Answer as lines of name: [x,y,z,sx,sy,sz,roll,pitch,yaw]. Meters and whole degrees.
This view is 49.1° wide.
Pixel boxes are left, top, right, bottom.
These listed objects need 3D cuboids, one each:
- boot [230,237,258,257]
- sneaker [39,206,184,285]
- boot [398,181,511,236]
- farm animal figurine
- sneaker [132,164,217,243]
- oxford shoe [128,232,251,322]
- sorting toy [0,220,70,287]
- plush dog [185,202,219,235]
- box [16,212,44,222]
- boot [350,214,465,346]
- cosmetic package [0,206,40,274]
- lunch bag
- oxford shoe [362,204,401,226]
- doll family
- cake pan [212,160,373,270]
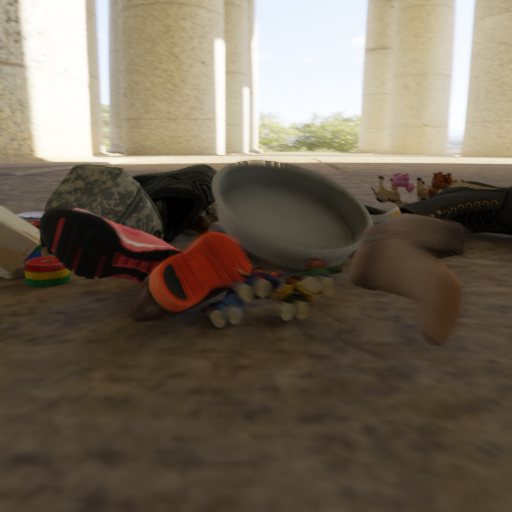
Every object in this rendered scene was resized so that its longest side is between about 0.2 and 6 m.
boot: [0.585,-0.277,10.526,1.856,0.596,1.730,4,11,37]
sneaker: [-1.947,-0.043,7.924,2.263,0.834,0.982,23,3,-22]
boot: [4.610,-0.746,11.637,2.313,1.295,3.344,-16,12,-25]
farm animal figurine: [4.493,-1.613,15.397,2.074,1.081,2.051,2,-1,42]
sneaker: [-2.353,-1.008,12.012,3.085,1.179,1.767,-8,27,25]
oxford shoe: [-0.811,0.266,7.189,0.805,0.790,2.219,-34,-6,29]
sorting toy: [-4.127,-0.235,10.002,3.885,0.657,1.873,9,15,36]
plush dog: [-1.285,-1.108,12.974,1.469,1.372,1.711,-36,28,-24]
box: [-4.800,-0.666,12.222,0.860,0.491,0.935,2,12,6]
boot: [1.680,0.243,6.503,1.272,0.611,1.739,-6,48,40]
cosmetic package: [-4.014,-0.404,8.353,1.357,0.714,0.482,36,15,-32]
lunch bag: [-2.830,-0.793,10.755,1.881,1.311,1.578,9,-26,40]
oxford shoe: [1.743,-0.732,11.763,2.953,0.853,1.110,5,17,31]
doll family: [0.172,0.446,6.995,1.795,0.704,1.038,-2,16,3]
cake pan: [0.571,-0.721,9.462,2.789,0.511,2.789,12,35,-9]
